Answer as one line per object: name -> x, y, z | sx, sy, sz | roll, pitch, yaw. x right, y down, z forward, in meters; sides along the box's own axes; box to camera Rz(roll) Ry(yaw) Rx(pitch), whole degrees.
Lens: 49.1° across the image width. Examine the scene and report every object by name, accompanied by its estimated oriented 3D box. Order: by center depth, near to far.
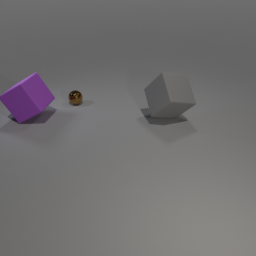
cube -> 1.752, -1.344, 11.851 | 1.400, 1.400, 1.400 | 1, 65, -33
cube -> -4.339, -1.310, 12.151 | 1.400, 1.400, 1.400 | -22, 24, 24
ball -> -2.578, -1.498, 13.749 | 0.700, 0.700, 0.700 | 0, 30, 0
